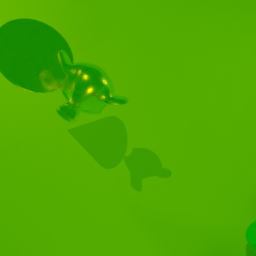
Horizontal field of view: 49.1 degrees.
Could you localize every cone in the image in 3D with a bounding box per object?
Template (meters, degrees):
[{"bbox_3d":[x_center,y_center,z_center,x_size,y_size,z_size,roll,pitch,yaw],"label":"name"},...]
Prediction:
[{"bbox_3d":[-2.139,-1.198,5.917,1.525,1.531,1.525,10,71,-30],"label":"cone"}]

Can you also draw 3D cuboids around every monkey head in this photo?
[{"bbox_3d":[-0.794,-0.651,5.075,1.536,1.105,0.926,36,125,-6],"label":"monkey head"}]

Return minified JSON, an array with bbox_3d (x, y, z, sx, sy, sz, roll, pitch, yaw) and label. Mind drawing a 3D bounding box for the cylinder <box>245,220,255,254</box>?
[{"bbox_3d":[2.957,2.395,5.745,0.782,0.782,0.782,-36,103,-7],"label":"cylinder"}]
